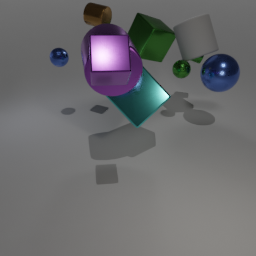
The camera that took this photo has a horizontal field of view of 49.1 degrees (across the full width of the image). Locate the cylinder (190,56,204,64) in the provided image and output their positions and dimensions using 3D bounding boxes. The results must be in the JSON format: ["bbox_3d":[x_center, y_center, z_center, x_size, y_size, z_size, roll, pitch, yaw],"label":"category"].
[{"bbox_3d":[3.024,-3.338,12.576,0.700,0.700,0.700,21,31,0],"label":"cylinder"}]

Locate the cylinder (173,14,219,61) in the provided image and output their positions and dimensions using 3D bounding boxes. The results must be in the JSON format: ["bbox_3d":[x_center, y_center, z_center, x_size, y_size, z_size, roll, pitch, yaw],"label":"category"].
[{"bbox_3d":[2.601,-3.431,10.748,1.400,1.400,1.400,-19,9,3],"label":"cylinder"}]

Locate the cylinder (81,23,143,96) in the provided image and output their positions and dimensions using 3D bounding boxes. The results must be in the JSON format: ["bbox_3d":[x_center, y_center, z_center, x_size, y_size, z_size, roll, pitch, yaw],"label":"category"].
[{"bbox_3d":[-0.453,-1.743,7.112,1.400,1.400,1.400,-6,38,-10],"label":"cylinder"}]

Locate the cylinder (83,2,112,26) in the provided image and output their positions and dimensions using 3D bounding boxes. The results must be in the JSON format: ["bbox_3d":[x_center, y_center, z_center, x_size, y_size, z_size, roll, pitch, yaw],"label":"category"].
[{"bbox_3d":[-0.994,-3.693,9.208,0.700,0.700,0.700,21,35,18],"label":"cylinder"}]

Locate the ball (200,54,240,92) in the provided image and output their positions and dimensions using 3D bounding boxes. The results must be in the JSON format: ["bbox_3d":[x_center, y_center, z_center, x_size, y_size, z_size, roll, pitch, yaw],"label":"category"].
[{"bbox_3d":[3.387,-2.024,10.339,1.400,1.400,1.400,0,29,0],"label":"ball"}]

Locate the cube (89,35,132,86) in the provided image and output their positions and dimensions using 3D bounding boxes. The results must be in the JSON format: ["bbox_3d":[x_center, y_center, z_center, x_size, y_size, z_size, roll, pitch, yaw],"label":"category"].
[{"bbox_3d":[-0.341,-1.220,5.126,0.700,0.700,0.700,-3,-10,-7],"label":"cube"}]

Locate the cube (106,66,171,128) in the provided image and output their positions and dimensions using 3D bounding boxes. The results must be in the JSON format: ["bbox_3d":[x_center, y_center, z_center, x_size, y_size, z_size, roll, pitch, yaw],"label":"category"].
[{"bbox_3d":[0.300,-1.015,8.888,1.400,1.400,1.400,-43,4,5],"label":"cube"}]

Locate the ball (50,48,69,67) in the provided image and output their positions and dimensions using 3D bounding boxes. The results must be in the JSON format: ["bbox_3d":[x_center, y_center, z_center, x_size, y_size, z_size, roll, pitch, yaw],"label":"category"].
[{"bbox_3d":[-2.560,-2.630,10.431,0.700,0.700,0.700,0,29,0],"label":"ball"}]

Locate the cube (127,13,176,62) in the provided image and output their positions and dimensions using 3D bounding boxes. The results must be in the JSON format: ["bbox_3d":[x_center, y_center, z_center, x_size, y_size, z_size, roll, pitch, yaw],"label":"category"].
[{"bbox_3d":[0.944,-3.874,12.099,1.400,1.400,1.400,-1,44,-39],"label":"cube"}]

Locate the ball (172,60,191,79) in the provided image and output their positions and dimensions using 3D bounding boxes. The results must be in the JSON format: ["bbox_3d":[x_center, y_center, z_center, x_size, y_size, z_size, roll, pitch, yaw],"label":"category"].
[{"bbox_3d":[2.036,-2.237,10.648,0.700,0.700,0.700,0,29,0],"label":"ball"}]
